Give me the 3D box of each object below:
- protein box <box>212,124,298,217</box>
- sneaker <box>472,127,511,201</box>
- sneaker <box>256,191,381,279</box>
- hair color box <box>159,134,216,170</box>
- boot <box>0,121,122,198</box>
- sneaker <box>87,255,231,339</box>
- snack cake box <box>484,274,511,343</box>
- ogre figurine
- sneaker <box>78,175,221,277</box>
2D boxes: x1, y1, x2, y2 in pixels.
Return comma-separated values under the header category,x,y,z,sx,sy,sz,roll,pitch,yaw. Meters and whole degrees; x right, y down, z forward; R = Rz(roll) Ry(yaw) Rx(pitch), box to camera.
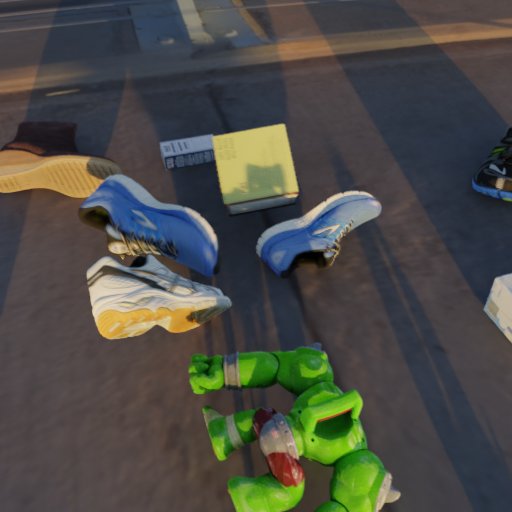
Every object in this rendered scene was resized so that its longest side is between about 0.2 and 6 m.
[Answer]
category,x,y,z,sx,sy,sz,roll,pitch,yaw
protein box,-0.023,-1.587,10.574,1.354,0.913,1.344,-11,79,-1
sneaker,5.317,-2.127,11.520,1.081,1.264,3.050,23,48,25
sneaker,1.226,-0.291,9.826,2.334,0.917,1.041,-28,63,-7
hair color box,-1.467,-2.292,12.357,1.214,0.367,0.607,-11,44,-12
boot,-4.067,-2.263,11.861,2.736,0.990,2.276,-2,45,2
sneaker,-1.311,0.470,8.097,2.533,0.958,1.110,9,50,-59
snack cake box,5.011,0.775,8.763,2.332,0.783,1.341,-12,43,-13
ogre figurine,0.441,2.273,6.698,1.793,1.467,2.991,-22,36,-7
sneaker,-1.853,-0.307,9.596,2.846,1.118,1.269,26,50,21
